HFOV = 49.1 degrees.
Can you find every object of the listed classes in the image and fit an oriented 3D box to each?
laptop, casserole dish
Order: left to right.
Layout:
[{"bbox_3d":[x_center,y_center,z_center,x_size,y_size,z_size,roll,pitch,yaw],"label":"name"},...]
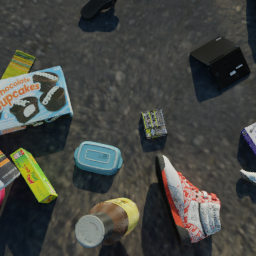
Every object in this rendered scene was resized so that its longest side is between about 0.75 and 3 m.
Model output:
[{"bbox_3d":[-0.914,0.891,8.500,1.514,0.294,0.917,12,73,3],"label":"casserole dish"},{"bbox_3d":[3.137,-2.232,9.571,1.381,0.805,1.558,-32,101,-9],"label":"laptop"}]

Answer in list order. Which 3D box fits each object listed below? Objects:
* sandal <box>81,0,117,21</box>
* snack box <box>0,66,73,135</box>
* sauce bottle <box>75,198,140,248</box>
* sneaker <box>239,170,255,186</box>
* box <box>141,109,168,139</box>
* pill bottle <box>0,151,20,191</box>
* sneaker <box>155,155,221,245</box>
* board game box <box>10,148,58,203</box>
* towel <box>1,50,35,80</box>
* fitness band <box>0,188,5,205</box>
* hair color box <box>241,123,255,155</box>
[{"bbox_3d":[-0.896,-4.581,10.162,1.882,0.451,0.708,-36,77,3],"label":"sandal"},{"bbox_3d":[-3.283,-0.832,8.843,2.769,0.514,1.608,-15,79,-5],"label":"snack box"},{"bbox_3d":[-0.377,2.126,6.414,0.935,2.889,0.935,-2,78,10],"label":"sauce bottle"},{"bbox_3d":[3.677,1.450,8.363,0.751,0.264,0.301,32,67,3],"label":"sneaker"},{"bbox_3d":[0.835,-0.135,8.862,0.699,0.193,0.872,-11,73,-3],"label":"box"},{"bbox_3d":[-3.836,0.845,7.370,0.982,0.982,1.848,-42,97,-12],"label":"pill bottle"},{"bbox_3d":[1.710,1.842,7.928,1.361,0.848,2.538,-15,76,-7],"label":"sneaker"},{"bbox_3d":[-2.691,1.388,8.066,0.379,0.809,1.593,-35,76,-10],"label":"board game box"},{"bbox_3d":[-3.798,-1.791,9.397,0.733,0.154,1.703,19,74,7],"label":"towel"},{"bbox_3d":[-4.798,1.984,8.087,2.339,0.438,1.680,-20,74,-7],"label":"fitness band"},{"bbox_3d":[4.112,0.433,8.575,0.663,0.393,1.213,-25,75,-6],"label":"hair color box"}]
